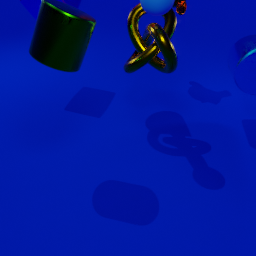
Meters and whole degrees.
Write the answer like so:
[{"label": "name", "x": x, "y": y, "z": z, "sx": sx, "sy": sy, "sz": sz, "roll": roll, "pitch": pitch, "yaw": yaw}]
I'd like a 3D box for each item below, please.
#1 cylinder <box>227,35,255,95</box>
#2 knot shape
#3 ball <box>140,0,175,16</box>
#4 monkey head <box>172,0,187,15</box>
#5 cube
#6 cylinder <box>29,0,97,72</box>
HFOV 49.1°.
[{"label": "cylinder", "x": 3.359, "y": -1.681, "z": 7.400, "sx": 1.246, "sy": 1.246, "sz": 1.246, "roll": 5, "pitch": 33, "yaw": 7}, {"label": "knot shape", "x": 0.473, "y": -2.026, "z": 6.957, "sx": 0.868, "sy": 1.758, "sz": 1.879, "roll": 0, "pitch": 65, "yaw": -35}, {"label": "ball", "x": 0.584, "y": -2.619, "z": 5.595, "sx": 0.705, "sy": 0.705, "sz": 0.705, "roll": 0, "pitch": 37, "yaw": 0}, {"label": "monkey head", "x": 1.724, "y": -4.410, "z": 9.003, "sx": 1.307, "sy": 1.095, "sz": 1.817, "roll": 2, "pitch": 50, "yaw": -21}, {"label": "cube", "x": -2.316, "y": -3.956, "z": 8.611, "sx": 1.194, "sy": 1.194, "sz": 1.194, "roll": -15, "pitch": 48, "yaw": 27}, {"label": "cylinder", "x": -1.212, "y": -1.699, "z": 5.186, "sx": 1.001, "sy": 1.001, "sz": 1.001, "roll": 21, "pitch": 25, "yaw": -10}]
